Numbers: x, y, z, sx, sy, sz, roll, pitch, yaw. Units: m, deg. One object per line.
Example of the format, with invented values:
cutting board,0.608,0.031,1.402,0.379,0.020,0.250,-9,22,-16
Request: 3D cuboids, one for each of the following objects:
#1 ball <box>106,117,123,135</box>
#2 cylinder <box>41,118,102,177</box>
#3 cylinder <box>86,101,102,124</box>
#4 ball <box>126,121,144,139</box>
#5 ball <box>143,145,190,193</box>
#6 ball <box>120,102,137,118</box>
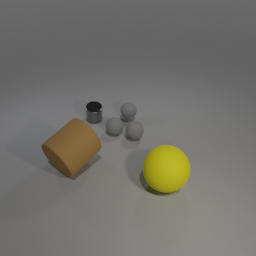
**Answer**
ball,-0.543,-0.082,11.171,0.700,0.700,0.700,0,32,0
cylinder,-1.829,0.630,9.160,1.400,1.400,1.400,25,56,34
cylinder,-1.452,-0.668,12.011,0.700,0.700,0.700,3,50,-4
ball,0.259,0.068,10.826,0.700,0.700,0.700,0,32,0
ball,1.141,1.212,8.364,1.400,1.400,1.400,0,32,0
ball,0.025,-0.758,12.016,0.700,0.700,0.700,0,32,0
